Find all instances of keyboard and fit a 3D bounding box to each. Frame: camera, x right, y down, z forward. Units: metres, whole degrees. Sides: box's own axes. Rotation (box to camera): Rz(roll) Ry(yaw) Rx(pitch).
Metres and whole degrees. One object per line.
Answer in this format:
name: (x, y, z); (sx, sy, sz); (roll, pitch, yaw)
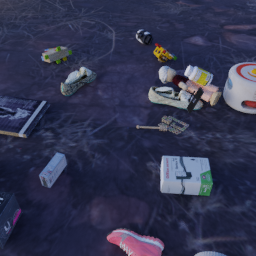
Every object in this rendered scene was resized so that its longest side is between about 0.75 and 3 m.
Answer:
keyboard: (2.281, -0.994, 9.633); (0.096, 0.933, 0.593); (13, 36, -22)

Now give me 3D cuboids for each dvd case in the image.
dvd case: (-5.077, -0.586, 11.703); (2.948, 0.235, 2.192); (8, 42, 9)

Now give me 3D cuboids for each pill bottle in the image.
pill bottle: (2.953, -2.203, 11.756); (1.058, 0.595, 0.595); (23, 42, -7)

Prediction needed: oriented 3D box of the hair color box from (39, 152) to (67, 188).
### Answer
hair color box: (-2.450, 1.377, 9.234); (0.324, 0.529, 1.069); (14, 43, 15)

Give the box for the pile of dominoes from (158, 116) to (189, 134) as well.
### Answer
pile of dominoes: (1.827, -0.165, 11.278); (1.036, 0.165, 0.807); (27, 48, 28)

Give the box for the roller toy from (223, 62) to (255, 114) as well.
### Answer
roller toy: (5.337, -1.792, 12.026); (2.119, 1.623, 2.323); (-27, 48, -28)

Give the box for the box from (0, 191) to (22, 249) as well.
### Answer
box: (-4.159, 2.382, 7.699); (1.939, 1.029, 1.185); (8, 42, 9)

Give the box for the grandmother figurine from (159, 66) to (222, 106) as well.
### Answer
grandmother figurine: (2.678, -1.962, 12.520); (2.918, 0.884, 1.769); (31, 10, 20)

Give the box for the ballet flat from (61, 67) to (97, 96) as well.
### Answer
ballet flat: (-2.286, -2.373, 13.268); (0.783, 0.869, 2.307); (24, 46, 25)

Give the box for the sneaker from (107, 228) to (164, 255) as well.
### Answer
sneaker: (0.144, 3.088, 7.255); (1.537, 0.567, 0.667); (10, 43, 10)

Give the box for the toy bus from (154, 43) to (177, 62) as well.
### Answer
toy bus: (1.910, -3.920, 15.165); (1.259, 0.689, 1.334); (42, 22, 9)

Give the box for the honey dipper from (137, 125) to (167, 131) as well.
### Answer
honey dipper: (0.933, -0.016, 11.076); (1.203, 0.228, 0.228); (3, 41, 6)

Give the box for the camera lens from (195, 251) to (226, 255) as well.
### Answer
camera lens: (1.907, 3.626, 6.275); (1.044, 1.044, 1.305); (8, 41, 9)

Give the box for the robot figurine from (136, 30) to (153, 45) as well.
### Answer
robot figurine: (0.997, -5.469, 16.936); (0.732, 0.882, 1.173); (-36, 51, -12)

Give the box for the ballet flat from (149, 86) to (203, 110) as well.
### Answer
ballet flat: (2.079, -1.334, 12.164); (2.427, 0.757, 0.819); (9, 42, 10)

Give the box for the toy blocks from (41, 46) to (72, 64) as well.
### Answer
toy blocks: (-4.109, -4.085, 15.418); (1.136, 0.830, 1.662); (23, 44, 40)

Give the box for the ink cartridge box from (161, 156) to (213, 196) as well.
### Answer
ink cartridge box: (1.828, 1.513, 8.992); (1.521, 0.632, 1.115); (2, 41, 3)
